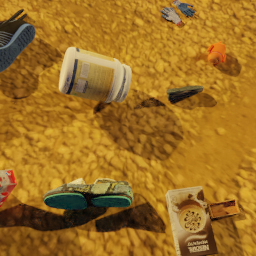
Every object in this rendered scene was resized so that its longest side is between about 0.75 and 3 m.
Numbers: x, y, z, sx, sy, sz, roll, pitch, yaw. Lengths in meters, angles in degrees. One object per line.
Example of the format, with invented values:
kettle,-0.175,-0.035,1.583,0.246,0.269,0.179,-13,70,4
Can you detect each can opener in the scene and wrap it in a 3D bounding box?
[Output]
can opener,-5.093,-4.667,12.353,0.653,0.526,1.661,15,52,36

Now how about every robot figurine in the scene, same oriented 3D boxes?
robot figurine,3.638,-3.054,11.491,0.610,0.752,1.046,8,61,35

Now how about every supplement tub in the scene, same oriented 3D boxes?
supplement tub,-1.183,-1.816,10.032,2.290,1.654,1.654,11,62,-21

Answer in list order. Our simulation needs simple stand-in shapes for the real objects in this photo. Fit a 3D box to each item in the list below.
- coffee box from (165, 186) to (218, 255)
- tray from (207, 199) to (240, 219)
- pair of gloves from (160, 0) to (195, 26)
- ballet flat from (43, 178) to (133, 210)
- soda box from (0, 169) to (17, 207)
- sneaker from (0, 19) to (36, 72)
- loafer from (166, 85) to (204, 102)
coffee box,1.892,2.871,8.537,1.100,0.777,1.946,-7,65,-3
tray,3.077,2.596,9.014,0.919,0.170,0.453,-9,65,-3
pair of gloves,2.293,-5.323,12.831,1.514,0.173,1.217,-37,71,-15
ballet flat,-1.235,2.063,8.971,2.808,1.042,1.042,2,64,-1
soda box,-4.001,1.941,8.610,0.505,1.593,0.558,1,51,-48
sneaker,-5.162,-3.348,11.484,1.157,1.041,2.970,28,64,23
loafer,2.195,-1.343,10.821,1.457,0.458,0.524,-8,24,-5
